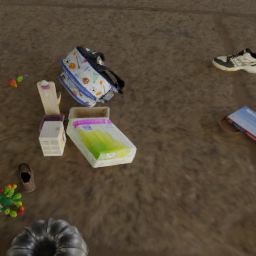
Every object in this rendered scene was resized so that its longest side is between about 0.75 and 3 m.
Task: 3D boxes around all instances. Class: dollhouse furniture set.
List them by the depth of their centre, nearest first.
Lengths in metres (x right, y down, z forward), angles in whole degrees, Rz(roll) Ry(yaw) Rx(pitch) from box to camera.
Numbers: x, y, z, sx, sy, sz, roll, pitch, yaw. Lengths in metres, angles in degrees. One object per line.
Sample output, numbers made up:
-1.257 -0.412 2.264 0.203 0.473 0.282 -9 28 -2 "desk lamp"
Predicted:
-2.120 -1.295 11.011 2.750 1.952 2.179 0 42 -1 "dollhouse furniture set"

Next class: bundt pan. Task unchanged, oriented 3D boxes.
-2.031 3.129 6.920 2.096 0.787 2.096 0 41 0 "bundt pan"

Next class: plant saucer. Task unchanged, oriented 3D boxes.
4.020 -0.103 10.969 0.968 0.177 0.968 5 44 -4 "plant saucer"

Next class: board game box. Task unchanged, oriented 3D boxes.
5.037 0.085 10.609 1.220 0.231 2.371 -27 53 -27 "board game box"

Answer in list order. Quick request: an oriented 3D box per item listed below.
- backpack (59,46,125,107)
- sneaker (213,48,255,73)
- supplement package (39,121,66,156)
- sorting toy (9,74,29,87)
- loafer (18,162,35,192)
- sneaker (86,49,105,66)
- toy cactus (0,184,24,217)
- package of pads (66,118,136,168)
-1.664 -2.080 11.275 2.495 2.376 1.922 44 89 13 "backpack"
5.675 -3.541 14.165 2.629 1.152 0.994 5 44 8 "sneaker"
-2.651 0.373 9.928 0.664 0.903 0.863 0 42 0 "supplement package"
-5.145 -2.232 13.389 0.338 0.340 0.982 44 57 11 "sorting toy"
-3.273 1.487 9.021 0.447 0.435 1.225 -21 46 -22 "loafer"
-1.885 -3.043 13.717 1.340 0.984 2.961 6 40 11 "sneaker"
-3.626 2.212 8.191 1.001 0.620 1.213 -29 57 -16 "toy cactus"
-0.907 0.436 9.637 1.641 0.725 2.125 -2 35 -40 "package of pads"
